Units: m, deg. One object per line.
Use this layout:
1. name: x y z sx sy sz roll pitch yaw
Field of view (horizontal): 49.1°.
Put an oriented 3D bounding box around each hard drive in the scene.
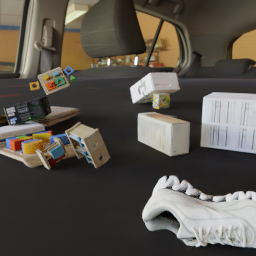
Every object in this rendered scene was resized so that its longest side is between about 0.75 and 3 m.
1. hard drive: -4.131 0.175 9.356 1.441 0.277 2.184 5 13 40

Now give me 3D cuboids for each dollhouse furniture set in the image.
1. dollhouse furniture set: -1.297 0.646 6.766 1.291 0.905 0.910 -37 32 -28

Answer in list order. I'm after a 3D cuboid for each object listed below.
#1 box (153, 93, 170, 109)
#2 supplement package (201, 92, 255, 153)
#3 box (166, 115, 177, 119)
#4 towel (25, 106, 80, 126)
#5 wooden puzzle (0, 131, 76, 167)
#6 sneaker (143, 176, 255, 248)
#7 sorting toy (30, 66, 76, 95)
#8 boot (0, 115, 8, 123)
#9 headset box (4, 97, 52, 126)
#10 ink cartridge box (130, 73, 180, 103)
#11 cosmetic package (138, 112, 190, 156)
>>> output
1. box: 1.881 -1.528 15.713 0.834 0.803 0.509 -8 16 -34
2. supplement package: 3.418 -0.216 8.467 2.034 1.532 1.543 7 15 26
3. box: 1.680 -0.422 12.325 0.776 0.193 0.612 9 16 34
4. towel: -3.401 -0.540 12.327 1.607 0.418 2.425 7 17 23
5. wooden puzzle: -2.470 0.444 7.993 2.079 0.481 1.926 13 18 43
6. sneaker: 1.209 1.321 3.878 2.185 0.821 0.885 4 24 35
7. sorting toy: -3.367 -2.171 12.599 2.138 1.204 0.291 -26 -21 -14
8. boot: -4.974 -0.485 12.172 1.050 0.379 0.812 -5 13 4
9. headset box: -3.697 -0.670 10.557 1.311 0.698 1.506 -15 11 -4
10. ink cartridge box: 1.571 -2.374 16.797 1.863 1.076 2.561 -6 -9 -28
11. cosmetic package: 1.011 0.124 8.377 0.644 0.953 1.811 -7 16 -27
